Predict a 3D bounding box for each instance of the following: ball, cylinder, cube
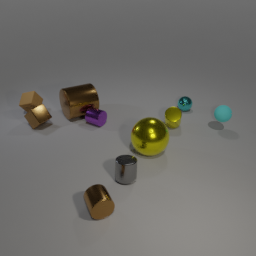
[{"bbox_3d":[2.705,-1.156,13.286,0.700,0.700,0.700,0,30,0],"label":"ball"},{"bbox_3d":[-2.209,-1.217,12.669,1.400,1.400,1.400,-16,34,-27],"label":"cylinder"},{"bbox_3d":[1.895,-0.435,11.789,0.700,0.700,0.700,-3,65,6],"label":"cylinder"},{"bbox_3d":[-0.061,1.312,8.961,0.700,0.700,0.700,2,21,-1],"label":"cylinder"},{"bbox_3d":[-3.810,-0.483,11.873,0.700,0.700,0.700,-28,7,42],"label":"cube"},{"bbox_3d":[-1.378,-0.488,12.134,0.700,0.700,0.700,17,35,27],"label":"cylinder"},{"bbox_3d":[-0.810,2.046,7.791,0.700,0.700,0.700,-13,33,-21],"label":"cylinder"},{"bbox_3d":[0.794,0.304,10.108,1.400,1.400,1.400,0,30,0],"label":"ball"},{"bbox_3d":[3.885,-0.584,11.451,0.700,0.700,0.700,0,30,0],"label":"ball"},{"bbox_3d":[-4.471,-1.196,12.947,0.700,0.700,0.700,-8,59,20],"label":"cube"}]
